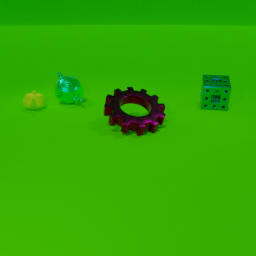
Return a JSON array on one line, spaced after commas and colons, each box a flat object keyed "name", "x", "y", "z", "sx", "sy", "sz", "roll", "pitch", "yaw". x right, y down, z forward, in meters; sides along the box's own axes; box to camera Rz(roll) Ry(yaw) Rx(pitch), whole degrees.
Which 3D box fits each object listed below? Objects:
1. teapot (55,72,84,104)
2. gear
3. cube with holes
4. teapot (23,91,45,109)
[{"name": "teapot", "x": -2.232, "y": -1.482, "z": 10.732, "sx": 1.112, "sy": 0.876, "sz": 1.789, "roll": -29, "pitch": 66, "yaw": -23}, {"name": "gear", "x": 0.203, "y": -0.561, "z": 8.542, "sx": 1.863, "sy": 0.345, "sz": 1.863, "roll": 6, "pitch": 43, "yaw": -6}, {"name": "cube with holes", "x": 3.170, "y": -1.302, "z": 10.220, "sx": 0.931, "sy": 0.931, "sz": 0.931, "roll": 4, "pitch": 38, "yaw": 10}, {"name": "teapot", "x": -3.416, "y": -1.027, "z": 10.190, "sx": 0.787, "sy": 0.620, "sz": 1.266, "roll": 1, "pitch": 19, "yaw": -14}]
